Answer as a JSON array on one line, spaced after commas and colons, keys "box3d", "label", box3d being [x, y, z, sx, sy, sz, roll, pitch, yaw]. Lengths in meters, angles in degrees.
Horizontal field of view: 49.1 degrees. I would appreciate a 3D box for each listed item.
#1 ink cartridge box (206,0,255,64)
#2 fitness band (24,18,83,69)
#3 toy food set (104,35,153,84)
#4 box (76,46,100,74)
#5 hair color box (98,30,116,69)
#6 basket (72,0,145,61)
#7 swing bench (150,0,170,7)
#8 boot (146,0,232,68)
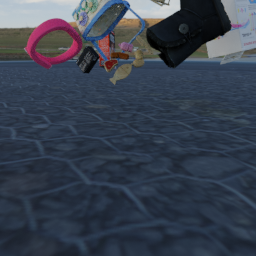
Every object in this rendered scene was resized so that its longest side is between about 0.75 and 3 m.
[{"box3d": [3.404, -3.209, 9.166, 1.307, 2.033, 1.273, -21, 12, -34], "label": "ink cartridge box"}, {"box3d": [-2.523, -2.869, 9.752, 1.740, 0.454, 2.423, -34, -10, 7], "label": "fitness band"}, {"box3d": [-0.086, -2.110, 8.587, 1.601, 1.018, 0.252, -36, -7, -11], "label": "toy food set"}, {"box3d": [-1.680, -2.835, 11.659, 0.658, 0.932, 0.368, 52, 32, 16], "label": "box"}, {"box3d": [-0.929, -3.563, 12.542, 0.533, 1.740, 0.883, -2, 1, 16], "label": "hair color box"}, {"box3d": [-0.753, -3.748, 10.080, 2.378, 2.097, 1.654, 47, 35, 1], "label": "basket"}, {"box3d": [1.080, -4.838, 9.719, 0.914, 0.909, 0.593, 33, 38, 20], "label": "swing bench"}, {"box3d": [1.356, -3.125, 7.564, 2.092, 2.490, 0.951, -31, 10, -3], "label": "boot"}]
